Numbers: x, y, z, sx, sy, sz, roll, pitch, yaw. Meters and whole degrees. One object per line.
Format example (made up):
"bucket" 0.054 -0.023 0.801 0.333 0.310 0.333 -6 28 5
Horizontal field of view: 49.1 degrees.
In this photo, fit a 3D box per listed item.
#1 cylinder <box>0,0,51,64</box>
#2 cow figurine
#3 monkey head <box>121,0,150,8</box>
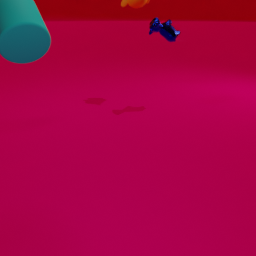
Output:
"cylinder" -1.836 -1.677 4.695 0.851 0.851 0.851 -14 62 -29
"cow figurine" 1.108 -2.994 8.636 0.523 0.954 0.938 -38 7 47
"monkey head" 0.320 -4.497 9.414 1.193 0.858 0.719 -17 2 34
